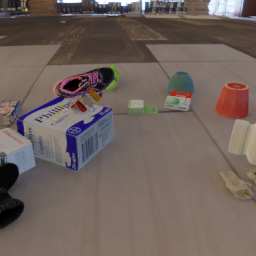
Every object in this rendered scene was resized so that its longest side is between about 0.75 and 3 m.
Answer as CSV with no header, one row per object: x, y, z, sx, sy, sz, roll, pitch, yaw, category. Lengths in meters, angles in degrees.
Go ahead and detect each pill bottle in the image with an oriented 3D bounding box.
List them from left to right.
4.735,0.567,8.846,2.764,1.534,1.534,14,32,24,pill bottle

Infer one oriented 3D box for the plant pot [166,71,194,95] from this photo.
2.831,-2.438,14.953,1.478,0.995,1.478,0,29,0,plant pot

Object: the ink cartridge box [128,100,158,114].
0.700,-0.981,12.999,1.364,0.327,0.993,0,28,3,ink cartridge box

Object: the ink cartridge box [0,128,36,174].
-4.288,0.998,8.667,1.640,0.941,2.258,24,36,36,ink cartridge box

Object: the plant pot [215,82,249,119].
4.746,-1.298,12.554,1.458,1.290,1.458,1,28,0,plant pot

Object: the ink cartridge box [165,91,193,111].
2.454,-1.427,13.417,1.107,0.345,1.376,10,49,18,ink cartridge box

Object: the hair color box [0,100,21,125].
-5.301,-0.690,12.264,0.802,0.485,1.604,-2,29,-4,hair color box

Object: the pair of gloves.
3.609,1.604,8.290,1.470,0.258,1.250,-2,29,-3,pair of gloves

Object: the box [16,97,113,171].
-2.162,0.061,9.999,2.547,1.336,2.342,13,30,23,box

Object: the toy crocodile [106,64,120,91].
-0.926,-2.826,15.898,0.966,0.883,2.861,-38,26,15,toy crocodile

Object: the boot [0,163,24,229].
-3.258,1.756,7.474,1.418,0.714,1.897,7,39,26,boot

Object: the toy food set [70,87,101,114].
-1.563,-0.903,9.353,1.218,0.548,0.581,-12,40,38,toy food set

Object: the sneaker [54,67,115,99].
-1.709,-1.896,11.572,2.714,1.072,1.295,-24,2,-16,sneaker

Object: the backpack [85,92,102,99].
-1.630,-1.805,12.987,0.794,0.894,0.673,5,8,15,backpack
